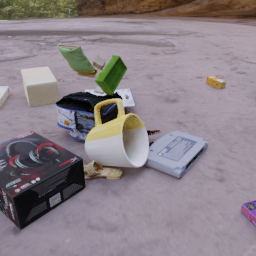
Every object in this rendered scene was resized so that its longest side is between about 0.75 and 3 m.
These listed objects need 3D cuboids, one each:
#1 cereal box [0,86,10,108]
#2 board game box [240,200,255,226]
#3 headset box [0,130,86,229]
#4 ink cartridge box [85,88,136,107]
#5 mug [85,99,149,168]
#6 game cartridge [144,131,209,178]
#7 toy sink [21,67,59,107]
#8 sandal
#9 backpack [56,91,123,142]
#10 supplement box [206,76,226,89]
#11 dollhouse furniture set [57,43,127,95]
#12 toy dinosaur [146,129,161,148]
[{"bbox_3d":[-6.522,-1.360,12.926,1.576,0.433,2.191,-3,28,-7],"label":"cereal box"},{"bbox_3d":[3.623,2.276,6.139,1.202,0.323,2.002,-13,30,-15],"label":"board game box"},{"bbox_3d":[-2.788,1.133,7.499,2.696,1.011,2.004,22,35,36],"label":"headset box"},{"bbox_3d":[-0.852,-1.190,12.578,2.225,0.452,2.220,-2,28,-4],"label":"ink cartridge box"},{"bbox_3d":[-0.390,0.296,8.338,1.559,1.521,1.899,-11,60,32],"label":"mug"},{"bbox_3d":[1.494,0.755,8.933,1.424,0.437,2.139,22,35,30],"label":"game cartridge"},{"bbox_3d":[-4.217,-1.977,13.342,1.365,1.173,2.094,-12,35,-22],"label":"toy sink"},{"bbox_3d":[-0.898,1.149,8.052,1.475,0.485,0.541,3,28,6],"label":"sandal"},{"bbox_3d":[-1.469,-0.495,9.989,2.056,1.663,2.158,16,23,15],"label":"backpack"},{"bbox_3d":[4.736,-2.464,15.109,0.406,0.392,1.179,-8,29,-20],"label":"supplement box"},{"bbox_3d":[-1.376,-1.866,9.279,2.765,1.382,1.067,18,69,36],"label":"dollhouse furniture set"},{"bbox_3d":[0.405,0.255,9.565,1.515,0.774,1.029,-35,23,-12],"label":"toy dinosaur"}]
